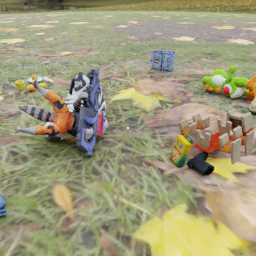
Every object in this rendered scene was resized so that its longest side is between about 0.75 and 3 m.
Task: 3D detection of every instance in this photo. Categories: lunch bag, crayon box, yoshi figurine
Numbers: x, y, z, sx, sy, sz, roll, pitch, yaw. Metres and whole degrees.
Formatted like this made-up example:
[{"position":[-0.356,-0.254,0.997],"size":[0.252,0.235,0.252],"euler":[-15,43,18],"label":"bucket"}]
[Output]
[{"position":[1.838,-3.671,15.264],"size":[1.292,0.973,0.608],"euler":[11,30,20],"label":"lunch bag"},{"position":[1.411,0.550,7.408],"size":[0.207,0.813,0.516],"euler":[8,23,-21],"label":"crayon box"},{"position":[4.408,-2.008,11.991],"size":[2.362,1.328,1.323],"euler":[18,17,35],"label":"yoshi figurine"}]

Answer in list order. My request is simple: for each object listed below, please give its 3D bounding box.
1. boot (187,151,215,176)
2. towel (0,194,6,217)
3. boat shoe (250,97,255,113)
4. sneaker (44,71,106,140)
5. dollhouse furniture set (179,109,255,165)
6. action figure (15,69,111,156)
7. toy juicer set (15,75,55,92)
[{"position":[2.008,0.931,7.290],"size":[0.762,0.291,0.640],"euler":[-23,33,-29],"label":"boot"},{"position":[-3.202,1.751,5.736],"size":[1.265,0.307,0.706],"euler":[-20,34,-32],"label":"towel"},{"position":[5.207,-1.168,10.747],"size":[0.724,0.770,2.021],"euler":[18,33,30],"label":"boat shoe"},{"position":[-1.738,-0.876,9.109],"size":[1.097,1.788,2.747],"euler":[20,34,34],"label":"sneaker"},{"position":[2.721,0.244,7.996],"size":[1.876,0.977,1.896],"euler":[-24,29,-27],"label":"dollhouse furniture set"},{"position":[-1.668,-0.540,8.236],"size":[2.575,2.661,1.392],"euler":[21,-22,-29],"label":"action figure"},{"position":[-4.116,-2.175,12.936],"size":[1.199,0.513,1.885],"euler":[16,31,28],"label":"toy juicer set"}]
